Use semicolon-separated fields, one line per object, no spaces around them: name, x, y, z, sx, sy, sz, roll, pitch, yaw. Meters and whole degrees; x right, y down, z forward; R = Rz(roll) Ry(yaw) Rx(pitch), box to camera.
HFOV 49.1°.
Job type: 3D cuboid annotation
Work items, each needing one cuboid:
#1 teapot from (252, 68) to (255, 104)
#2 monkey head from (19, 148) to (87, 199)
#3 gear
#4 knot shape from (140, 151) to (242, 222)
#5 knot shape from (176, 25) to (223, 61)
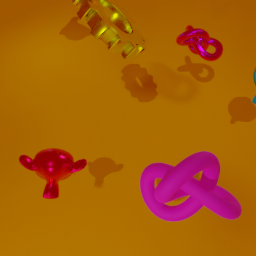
teapot;3.049;-1.130;5.732;0.744;1.519;0.944;-9;45;-45
monkey head;-1.278;0.754;4.779;1.106;0.667;0.796;5;56;-11
gear;-0.340;-2.194;5.803;1.732;0.320;1.732;35;34;-28
knot shape;0.977;0.941;4.125;1.432;1.530;0.707;19;58;-11
knot shape;1.943;-2.464;7.947;1.317;0.650;1.407;6;30;-49
